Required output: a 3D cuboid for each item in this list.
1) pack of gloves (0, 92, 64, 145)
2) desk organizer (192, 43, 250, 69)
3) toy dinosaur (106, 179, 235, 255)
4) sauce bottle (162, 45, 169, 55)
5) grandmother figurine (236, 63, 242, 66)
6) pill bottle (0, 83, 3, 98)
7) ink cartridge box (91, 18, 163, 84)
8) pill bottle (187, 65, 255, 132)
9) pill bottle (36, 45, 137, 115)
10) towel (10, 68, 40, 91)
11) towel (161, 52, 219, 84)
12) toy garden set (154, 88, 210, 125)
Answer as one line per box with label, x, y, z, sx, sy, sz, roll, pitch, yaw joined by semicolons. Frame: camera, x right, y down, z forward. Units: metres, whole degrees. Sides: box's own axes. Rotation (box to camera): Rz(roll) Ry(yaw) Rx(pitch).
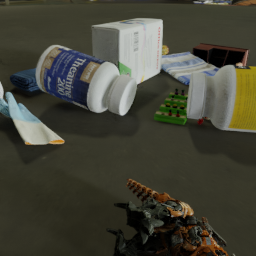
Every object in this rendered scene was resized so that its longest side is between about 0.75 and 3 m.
pack of gloves;-3.078;-0.410;6.496;2.278;0.535;2.711;3;21;-46
desk organizer;3.922;-3.056;12.061;2.184;0.783;0.841;19;36;32
toy dinosaur;0.519;1.419;3.835;1.388;1.044;2.045;-1;6;-33
sauce bottle;1.377;-3.663;13.548;1.431;0.472;0.472;-27;38;-36
grandmother figurine;4.131;-2.233;10.904;0.769;0.384;1.268;27;39;28
pill bottle;-4.681;-1.359;8.266;1.330;1.330;2.402;-19;34;-31
ink cartridge box;0.071;-2.703;10.014;1.238;2.056;2.829;18;33;31
pill bottle;2.909;-0.685;6.742;2.816;1.577;1.577;5;29;8
pill bottle;-1.125;-1.279;7.818;2.562;1.422;1.422;22;34;15
towel;-2.973;-1.872;10.093;1.234;0.536;2.210;21;36;34
towel;2.356;-2.448;11.160;1.880;0.305;2.559;-13;36;-19
toy garden set;1.761;-0.658;7.975;1.568;0.375;1.880;10;30;19
